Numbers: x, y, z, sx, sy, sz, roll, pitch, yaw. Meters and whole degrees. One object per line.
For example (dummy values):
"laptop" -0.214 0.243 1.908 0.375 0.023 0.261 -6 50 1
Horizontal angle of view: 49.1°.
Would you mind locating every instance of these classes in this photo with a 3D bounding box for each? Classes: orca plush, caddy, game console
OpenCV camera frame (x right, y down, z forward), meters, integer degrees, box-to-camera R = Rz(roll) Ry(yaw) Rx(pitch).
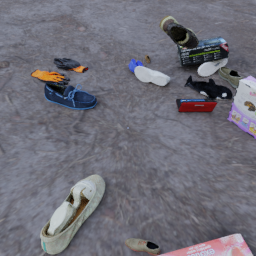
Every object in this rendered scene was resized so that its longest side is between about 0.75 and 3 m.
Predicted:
"orca plush" 3.747 -2.024 12.883 1.181 0.798 2.244 -30 50 -30
"caddy" 0.387 -3.126 14.389 0.654 0.486 0.926 12 37 -20
"game console" 2.863 -1.140 11.881 1.467 1.265 0.871 -1 68 0

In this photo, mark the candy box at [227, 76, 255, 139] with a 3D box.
"candy box" 4.796 -0.750 10.611 0.678 1.895 1.589 -23 47 -24

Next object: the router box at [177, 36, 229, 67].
"router box" 3.807 -3.997 14.509 2.429 0.755 1.820 -8 27 10

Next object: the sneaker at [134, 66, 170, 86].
"sneaker" 1.207 -2.572 13.740 1.821 0.685 0.806 26 35 19

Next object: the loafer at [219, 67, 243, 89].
"loafer" 5.070 -2.598 13.624 0.685 0.634 1.820 -12 40 -13

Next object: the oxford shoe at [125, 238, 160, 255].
"oxford shoe" 0.396 3.078 7.441 0.968 0.362 0.341 9 42 10

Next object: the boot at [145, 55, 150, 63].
"boot" 1.094 -3.862 15.352 0.290 0.298 0.789 -6 41 -3

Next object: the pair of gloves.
"pair of gloves" -3.472 -2.960 14.337 2.130 0.296 2.390 21 45 22

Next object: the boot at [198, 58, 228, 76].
"boot" 4.157 -3.204 14.462 1.910 0.695 0.863 -26 25 -21

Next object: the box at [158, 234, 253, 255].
"box" 1.707 3.430 6.429 2.305 1.183 1.091 -10 42 -12

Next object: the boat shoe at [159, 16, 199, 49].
"boat shoe" 2.149 -3.643 11.246 2.261 0.828 0.733 14 42 -41

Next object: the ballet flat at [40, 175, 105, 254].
"ballet flat" -1.468 2.212 8.002 0.949 0.877 2.813 10 42 21

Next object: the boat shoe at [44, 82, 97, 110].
"boat shoe" -2.583 -1.413 12.151 2.473 0.849 1.041 8 42 9
